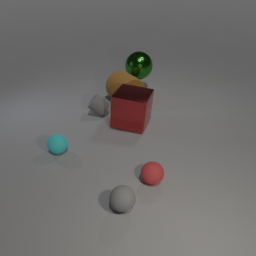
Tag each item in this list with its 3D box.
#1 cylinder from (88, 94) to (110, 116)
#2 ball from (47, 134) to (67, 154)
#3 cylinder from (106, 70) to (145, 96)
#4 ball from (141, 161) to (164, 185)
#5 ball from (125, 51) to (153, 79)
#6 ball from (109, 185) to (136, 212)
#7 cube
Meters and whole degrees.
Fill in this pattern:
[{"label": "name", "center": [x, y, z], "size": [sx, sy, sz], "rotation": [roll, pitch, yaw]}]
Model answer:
[{"label": "cylinder", "center": [-1.278, -0.993, 12.148], "size": [0.700, 0.700, 0.700], "rotation": [34, 25, -18]}, {"label": "ball", "center": [-2.471, 0.551, 9.775], "size": [0.700, 0.700, 0.700], "rotation": [0, 30, 0]}, {"label": "cylinder", "center": [-0.134, -1.855, 13.233], "size": [1.400, 1.400, 1.400], "rotation": [-17, 34, -26]}, {"label": "ball", "center": [0.734, 1.352, 8.404], "size": [0.700, 0.700, 0.700], "rotation": [0, 30, 0]}, {"label": "ball", "center": [0.551, -3.175, 14.238], "size": [1.400, 1.400, 1.400], "rotation": [0, 30, 0]}, {"label": "ball", "center": [-0.143, 1.861, 7.405], "size": [0.700, 0.700, 0.700], "rotation": [0, 30, 0]}, {"label": "cube", "center": [0.167, -0.816, 11.340], "size": [1.400, 1.400, 1.400], "rotation": [12, 31, 12]}]
